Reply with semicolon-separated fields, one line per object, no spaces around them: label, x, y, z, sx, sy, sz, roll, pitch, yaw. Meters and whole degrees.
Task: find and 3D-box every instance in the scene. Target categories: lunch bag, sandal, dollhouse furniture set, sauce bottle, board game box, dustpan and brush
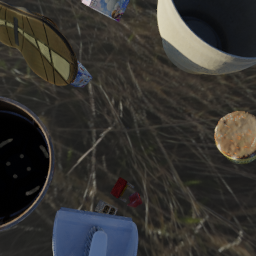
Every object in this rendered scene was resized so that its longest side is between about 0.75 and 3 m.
lunch bag;-1.396;-1.473;6.691;0.459;1.215;0.973;-40;83;7
sandal;-1.804;-1.777;5.549;2.613;1.068;0.713;34;39;28
dollhouse furniture set;-0.322;1.839;5.828;0.840;0.635;1.561;20;76;44
sauce bottle;2.452;0.329;6.049;0.912;2.762;0.912;-5;78;24
board game box;-0.363;-3.484;6.934;0.290;1.330;1.336;38;111;26
dustpan and brush;-0.567;2.482;4.514;1.548;0.635;2.218;15;65;-18

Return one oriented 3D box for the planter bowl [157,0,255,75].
planter bowl;1.651;-2.102;5.614;2.523;1.698;2.523;4;73;-13

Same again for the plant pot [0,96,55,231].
plant pot;-2.457;0.748;5.631;2.264;2.242;2.264;1;80;-6
